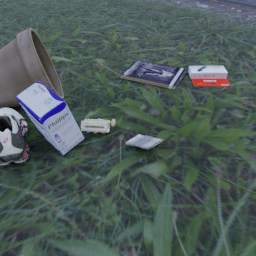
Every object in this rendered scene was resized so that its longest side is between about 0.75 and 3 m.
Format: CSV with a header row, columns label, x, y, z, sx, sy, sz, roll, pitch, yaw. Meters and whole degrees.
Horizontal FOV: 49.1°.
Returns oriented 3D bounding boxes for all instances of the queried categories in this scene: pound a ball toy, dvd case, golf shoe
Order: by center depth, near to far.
label,x,y,z,sx,sy,sz,roll,pitch,yaw
golf shoe,-3.614,-0.072,8.524,1.064,1.214,2.756,-17,39,-19
pound a ball toy,-0.965,-0.058,9.221,1.023,0.435,0.667,4,12,5
dvd case,1.163,-2.418,12.454,2.453,0.196,1.824,15,39,19

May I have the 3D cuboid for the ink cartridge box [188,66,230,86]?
label,x,y,z,sx,sy,sz,roll,pitch,yaw
ink cartridge box,3.520,-2.273,12.150,1.583,0.345,1.374,0,36,0

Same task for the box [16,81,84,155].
label,x,y,z,sx,sy,sz,roll,pitch,yaw
box,-2.279,-0.285,8.282,0.870,1.658,1.525,-40,50,-20

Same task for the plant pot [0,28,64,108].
label,x,y,z,sx,sy,sz,roll,pitch,yaw
plant pot,-3.940,-1.886,10.081,2.337,2.694,2.694,-21,39,-1

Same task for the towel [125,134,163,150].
label,x,y,z,sx,sy,sz,roll,pitch,yaw
towel,0.497,0.399,8.467,0.833,0.150,0.866,11,22,36
